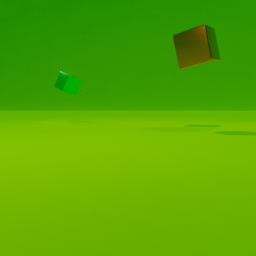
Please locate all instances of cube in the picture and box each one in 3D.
[{"bbox_3d":[2.098,-2.434,8.531,1.023,1.023,1.023,-10,5,33],"label":"cube"},{"bbox_3d":[-2.558,-1.885,11.939,0.730,0.730,0.730,27,7,41],"label":"cube"}]
